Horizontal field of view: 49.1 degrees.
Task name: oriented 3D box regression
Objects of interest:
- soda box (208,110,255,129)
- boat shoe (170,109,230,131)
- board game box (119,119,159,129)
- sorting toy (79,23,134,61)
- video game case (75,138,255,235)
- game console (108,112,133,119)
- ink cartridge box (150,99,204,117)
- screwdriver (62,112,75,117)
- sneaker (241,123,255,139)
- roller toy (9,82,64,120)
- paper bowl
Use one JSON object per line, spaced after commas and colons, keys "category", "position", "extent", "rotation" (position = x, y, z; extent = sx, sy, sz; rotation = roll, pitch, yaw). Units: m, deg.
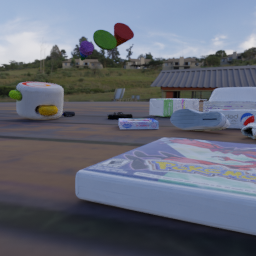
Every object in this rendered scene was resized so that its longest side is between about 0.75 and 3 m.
{"category": "soda box", "position": [3.282, -0.275, 8.475], "extent": [1.636, 0.557, 0.521], "rotation": [1, 7, 14]}
{"category": "boat shoe", "position": [1.980, -0.141, 7.822], "extent": [0.576, 0.634, 1.724], "rotation": [27, -10, -39]}
{"category": "board game box", "position": [0.293, -0.138, 8.693], "extent": [1.140, 0.235, 1.143], "rotation": [-1, 7, -5]}
{"category": "sorting toy", "position": [-0.644, -2.287, 7.737], "extent": [1.900, 0.659, 0.654], "rotation": [-37, -6, -37]}
{"category": "video game case", "position": [1.241, 0.471, 3.056], "extent": [2.696, 0.310, 2.457], "rotation": [3, 7, 26]}
{"category": "game console", "position": [-0.369, -0.546, 12.426], "extent": [1.046, 0.214, 1.773], "rotation": [0, 8, -3]}
{"category": "ink cartridge box", "position": [2.459, -1.013, 13.678], "extent": [2.470, 0.831, 1.447], "rotation": [-3, 7, -23]}
{"category": "screwdriver", "position": [-3.269, -0.643, 12.869], "extent": [1.843, 0.257, 0.268], "rotation": [-2, -24, -43]}
{"category": "sneaker", "position": [3.037, 0.101, 6.232], "extent": [0.538, 0.422, 1.083], "rotation": [-13, 4, -36]}
{"category": "roller toy", "position": [-3.683, -1.108, 11.835], "extent": [2.083, 1.455, 1.900], "rotation": [9, 16, 11]}
{"category": "paper bowl", "position": [4.157, -0.891, 10.714], "extent": [2.499, 1.299, 2.499], "rotation": [-1, 6, 0]}
